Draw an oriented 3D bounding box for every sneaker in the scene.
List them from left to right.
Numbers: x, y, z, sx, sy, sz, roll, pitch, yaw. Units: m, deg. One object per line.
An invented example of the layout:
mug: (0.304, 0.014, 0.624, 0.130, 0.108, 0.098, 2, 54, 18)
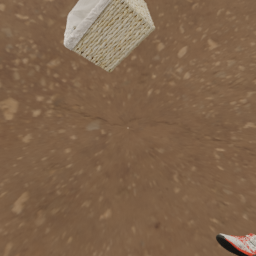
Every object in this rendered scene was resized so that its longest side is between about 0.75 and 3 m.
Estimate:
sneaker: (2.064, 2.084, 5.119, 0.829, 0.277, 0.444, 25, 45, 25)

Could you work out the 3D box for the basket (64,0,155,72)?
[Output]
basket: (-0.311, -1.624, 4.271, 1.096, 0.881, 1.086, -39, 37, 27)
